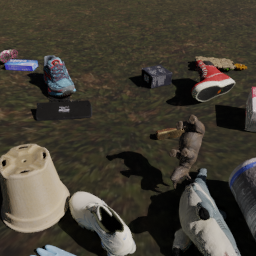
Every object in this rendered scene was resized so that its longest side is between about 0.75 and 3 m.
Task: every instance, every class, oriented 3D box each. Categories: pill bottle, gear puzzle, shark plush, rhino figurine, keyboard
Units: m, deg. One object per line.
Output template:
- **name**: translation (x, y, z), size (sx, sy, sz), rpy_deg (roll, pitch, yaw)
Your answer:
- **pill bottle**: translation (2.875, 1.658, 5.399), size (1.183, 1.183, 2.079), rpy_deg (-3, 37, -4)
- **gear puzzle**: translation (4.103, -2.778, 12.416), size (2.254, 0.295, 1.167), rpy_deg (6, 34, 3)
- **shark plush**: translation (1.605, 1.813, 5.901), size (1.108, 1.208, 2.660), rpy_deg (22, 16, -3)
- **rhino figurine**: translation (1.306, 0.566, 6.315), size (0.508, 1.700, 0.743), rpy_deg (16, 3, 38)
- **keyboard**: translation (-2.129, -0.611, 9.436), size (1.832, 0.363, 0.954), rpy_deg (-2, 59, -5)

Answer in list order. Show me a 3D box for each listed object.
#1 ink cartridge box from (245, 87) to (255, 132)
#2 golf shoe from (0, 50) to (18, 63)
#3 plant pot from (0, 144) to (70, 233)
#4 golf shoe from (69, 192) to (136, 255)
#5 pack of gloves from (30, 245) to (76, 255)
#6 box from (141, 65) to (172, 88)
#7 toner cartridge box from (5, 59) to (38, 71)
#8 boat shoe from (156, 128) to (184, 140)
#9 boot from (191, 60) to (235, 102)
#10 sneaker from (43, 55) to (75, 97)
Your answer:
- **ink cartridge box**: translation (4.730, -0.458, 8.579), size (1.965, 0.833, 1.431), rpy_deg (12, 43, 13)
- **golf shoe**: translation (-5.684, -3.308, 12.984), size (0.601, 0.474, 1.305), rpy_deg (2, 27, 10)
- **plant pot**: translation (-2.067, 1.162, 5.929), size (1.498, 1.371, 1.498), rpy_deg (0, 36, 0)
- **golf shoe**: translation (-0.557, 1.703, 5.583), size (0.735, 0.913, 1.878), rpy_deg (-31, 44, -32)
- **pack of gloves**: translation (-1.204, 2.704, 4.669), size (1.713, 0.338, 1.439), rpy_deg (12, 36, 17)
- **box**: translation (1.126, -2.055, 11.135), size (0.906, 0.532, 0.891), rpy_deg (-15, 38, -20)
- **toner cartridge box**: translation (-4.700, -2.782, 12.376), size (1.259, 0.272, 0.598), rpy_deg (4, 36, 5)
- **boat shoe**: translation (1.231, 0.122, 8.292), size (0.859, 0.309, 0.290), rpy_deg (-9, 39, -9)
- **boot**: translation (2.695, -1.815, 10.151), size (2.159, 0.782, 1.557), rpy_deg (-18, 60, -38)
- **sneaker**: translation (-2.739, -2.025, 10.552), size (0.962, 1.159, 2.427), rpy_deg (-19, 40, -24)
